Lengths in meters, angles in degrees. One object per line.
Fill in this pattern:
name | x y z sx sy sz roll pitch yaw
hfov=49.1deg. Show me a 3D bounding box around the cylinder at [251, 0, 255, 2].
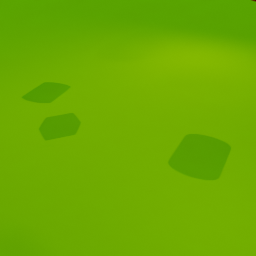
cylinder | 3.092 -3.458 6.095 1.241 1.241 1.241 18 34 23
